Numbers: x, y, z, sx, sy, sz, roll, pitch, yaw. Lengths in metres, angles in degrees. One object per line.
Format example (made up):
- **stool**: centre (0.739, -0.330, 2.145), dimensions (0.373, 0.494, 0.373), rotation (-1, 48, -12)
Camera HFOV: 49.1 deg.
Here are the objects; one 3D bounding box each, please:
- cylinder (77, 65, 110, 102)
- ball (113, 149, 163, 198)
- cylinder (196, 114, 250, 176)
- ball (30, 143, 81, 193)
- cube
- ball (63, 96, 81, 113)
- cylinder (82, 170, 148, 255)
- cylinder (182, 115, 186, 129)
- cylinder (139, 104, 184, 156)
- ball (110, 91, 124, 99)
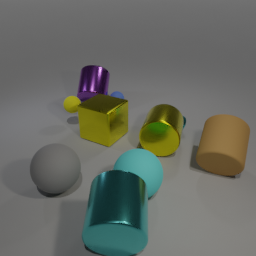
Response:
- **cylinder**: centre (-1.618, -2.008, 13.225), dimensions (1.400, 1.400, 1.400), rotation (3, 71, 5)
- **ball**: centre (0.274, 1.274, 7.769), dimensions (1.400, 1.400, 1.400), rotation (0, 29, 0)
- **cylinder**: centre (2.938, 0.532, 8.652), dimensions (1.400, 1.400, 1.400), rotation (11, 58, 20)
- **ball**: centre (-2.041, 1.133, 7.928), dimensions (1.400, 1.400, 1.400), rotation (0, 29, 0)
- **cube**: centre (-0.920, -0.345, 10.737), dimensions (1.400, 1.400, 1.400), rotation (16, 32, 27)
- **ball**: centre (-2.250, -0.943, 11.309), dimensions (0.700, 0.700, 0.700), rotation (0, 29, 0)
- **cylinder**: centre (-0.245, 1.917, 6.351), dimensions (1.400, 1.400, 1.400), rotation (1, 40, 2)
- **cylinder**: centre (1.799, -0.264, 11.000), dimensions (0.700, 0.700, 0.700), rotation (23, 21, -23)
- **cylinder**: centre (1.209, 0.053, 9.914), dimensions (1.400, 1.400, 1.400), rotation (7, 30, 13)
- **ball**: centre (-0.529, -1.409, 13.431), dimensions (0.700, 0.700, 0.700), rotation (0, 29, 0)
